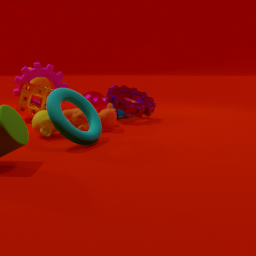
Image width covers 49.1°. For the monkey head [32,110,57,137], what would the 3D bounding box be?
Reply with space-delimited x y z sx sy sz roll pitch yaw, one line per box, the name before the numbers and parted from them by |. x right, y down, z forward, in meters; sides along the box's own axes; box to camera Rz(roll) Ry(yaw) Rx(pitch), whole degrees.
monkey head | -2.041 -0.057 7.490 0.827 0.988 1.373 -43 24 -9

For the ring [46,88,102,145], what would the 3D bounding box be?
ring | -1.235 -0.282 6.604 0.310 1.549 1.549 -36 -6 27

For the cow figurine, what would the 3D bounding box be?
cow figurine | -1.064 -0.289 8.097 1.394 0.765 1.372 8 18 33

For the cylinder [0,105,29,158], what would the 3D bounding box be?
cylinder | -2.348 0.113 5.007 0.801 0.801 0.801 -26 10 5

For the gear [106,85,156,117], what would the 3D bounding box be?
gear | 0.109 -0.956 9.680 1.705 0.315 1.705 14 29 -8

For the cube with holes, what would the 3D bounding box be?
cube with holes | -3.237 -0.971 9.827 1.079 1.079 1.079 14 5 -22

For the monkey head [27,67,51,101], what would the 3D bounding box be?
monkey head | -4.052 -1.738 12.161 1.336 1.119 1.857 5 -26 20

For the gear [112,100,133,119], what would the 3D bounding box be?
gear | -0.703 -0.734 10.773 1.975 0.365 1.975 -3 15 1

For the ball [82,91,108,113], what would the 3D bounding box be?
ball | -1.094 -0.667 8.788 0.965 0.965 0.965 0 12 0

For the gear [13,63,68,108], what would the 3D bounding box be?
gear | -3.271 -1.452 10.588 1.943 1.943 0.359 -4 19 -18
